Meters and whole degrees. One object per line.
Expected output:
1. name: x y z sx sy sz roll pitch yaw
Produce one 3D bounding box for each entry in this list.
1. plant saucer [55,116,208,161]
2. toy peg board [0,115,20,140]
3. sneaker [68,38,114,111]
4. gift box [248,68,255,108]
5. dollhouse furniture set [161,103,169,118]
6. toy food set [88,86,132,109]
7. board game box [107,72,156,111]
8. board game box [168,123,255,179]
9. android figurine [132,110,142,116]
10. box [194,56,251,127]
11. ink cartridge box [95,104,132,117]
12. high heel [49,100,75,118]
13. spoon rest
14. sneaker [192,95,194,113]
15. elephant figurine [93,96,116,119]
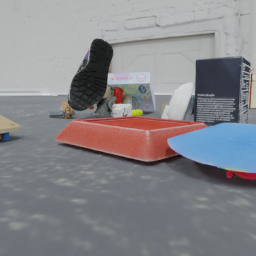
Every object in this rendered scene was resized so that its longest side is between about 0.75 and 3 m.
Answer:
1. plant saucer: 0.238 0.077 6.174 2.662 0.490 2.667 8 10 41
2. toy peg board: -3.409 0.104 6.449 1.241 0.610 1.246 23 20 28
3. sneaker: -1.316 -1.574 9.403 1.094 2.889 1.265 30 -35 -18
4. gift box: 6.282 -2.293 16.089 2.411 2.251 2.225 0 8 -7
5. dollhouse furniture set: 2.235 -0.934 10.876 1.706 1.133 1.495 3 9 21
6. toy food set: -0.625 -1.028 11.732 1.041 0.981 2.180 -14 -26 40
7. board game box: -0.212 -1.535 12.549 2.695 0.556 2.702 0 -20 10
8. board game box: 1.835 0.429 4.398 2.364 0.460 1.868 -13 19 -36
9. android figurine: -0.208 -0.607 11.454 1.509 0.341 1.658 7 9 37
10. box: 2.636 -0.880 7.753 1.221 1.966 1.982 5 9 28
11. ink cartridge box: -0.486 -0.519 9.966 0.902 0.509 1.229 4 15 23
12. high heel: -2.293 -0.795 11.502 1.182 0.592 1.659 -3 23 28
13. spoon rest: 1.594 -0.540 8.461 0.849 1.392 2.802 19 -3 2
14. sneaker: 2.651 -1.237 13.298 1.085 1.032 2.737 -5 9 -18
15. elephant figurine: -0.739 -0.719 9.160 0.722 1.021 0.792 17 -11 -16
